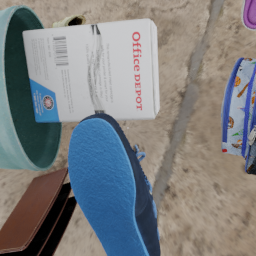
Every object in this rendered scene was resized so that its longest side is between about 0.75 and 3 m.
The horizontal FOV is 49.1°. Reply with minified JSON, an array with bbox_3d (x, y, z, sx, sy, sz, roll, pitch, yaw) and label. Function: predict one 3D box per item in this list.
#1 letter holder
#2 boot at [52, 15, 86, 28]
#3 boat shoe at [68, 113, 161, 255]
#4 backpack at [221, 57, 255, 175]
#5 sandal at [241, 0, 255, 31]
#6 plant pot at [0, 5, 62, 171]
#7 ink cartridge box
[{"bbox_3d":[-1.339,1.499,4.594,0.763,1.079,1.518,50,36,-24],"label":"letter holder"},{"bbox_3d":[-1.341,-2.722,7.225,0.809,0.377,1.046,9,35,46],"label":"boot"},{"bbox_3d":[-0.161,1.043,4.266,1.166,0.952,2.772,-2,112,20],"label":"boat shoe"},{"bbox_3d":[2.528,-0.456,4.698,1.756,2.171,2.279,13,44,18],"label":"backpack"},{"bbox_3d":[3.138,-3.447,6.524,1.059,2.601,0.639,-2,46,24],"label":"sandal"},{"bbox_3d":[-2.469,-0.592,5.007,1.896,2.830,2.830,-4,71,2],"label":"plant pot"},{"bbox_3d":[-0.553,-0.955,4.933,2.164,0.911,1.564,-1,104,13],"label":"ink cartridge box"}]
